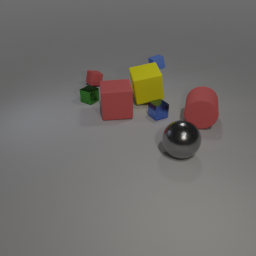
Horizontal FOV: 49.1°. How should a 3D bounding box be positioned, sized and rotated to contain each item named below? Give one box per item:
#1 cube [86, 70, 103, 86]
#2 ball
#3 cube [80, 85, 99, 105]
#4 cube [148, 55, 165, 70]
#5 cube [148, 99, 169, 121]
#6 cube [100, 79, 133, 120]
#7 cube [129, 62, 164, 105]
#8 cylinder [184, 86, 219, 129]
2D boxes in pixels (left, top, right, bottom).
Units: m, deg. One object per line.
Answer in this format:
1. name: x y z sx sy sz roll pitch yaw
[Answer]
1. cube: -1.918 -2.854 15.988 0.700 0.700 0.700 -3 27 -34
2. ball: 1.942 0.410 10.158 1.400 1.400 1.400 0 31 0
3. cube: -1.945 -1.680 14.225 0.700 0.700 0.700 19 36 29
4. cube: 1.692 -3.848 16.512 0.700 0.700 0.700 -23 29 -11
5. cube: 1.390 -0.847 12.862 0.700 0.700 0.700 -16 35 -24
6. cube: -0.544 -1.321 12.924 1.400 1.400 1.400 -4 32 -5
7. cube: 0.916 -2.231 13.977 1.400 1.400 1.400 -12 40 -1
8. cylinder: 3.197 -0.904 12.175 1.400 1.400 1.400 7 34 12
